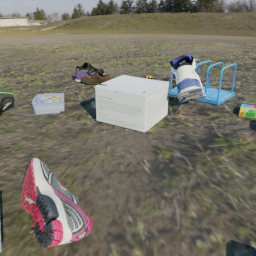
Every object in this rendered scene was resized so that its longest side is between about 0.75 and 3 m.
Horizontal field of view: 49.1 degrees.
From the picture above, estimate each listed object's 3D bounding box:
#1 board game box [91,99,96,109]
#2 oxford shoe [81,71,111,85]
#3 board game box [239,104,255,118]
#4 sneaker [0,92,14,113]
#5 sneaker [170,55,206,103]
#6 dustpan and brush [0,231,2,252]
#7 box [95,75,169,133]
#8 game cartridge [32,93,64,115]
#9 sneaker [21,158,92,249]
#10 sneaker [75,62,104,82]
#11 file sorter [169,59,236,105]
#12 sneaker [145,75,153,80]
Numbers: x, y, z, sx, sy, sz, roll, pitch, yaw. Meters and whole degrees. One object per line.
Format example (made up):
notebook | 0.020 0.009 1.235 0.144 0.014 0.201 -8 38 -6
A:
board game box | -0.698 -1.278 12.983 2.066 0.402 1.632 -12 26 -24
oxford shoe | -1.870 -2.925 16.302 1.903 0.803 0.692 4 26 14
board game box | 5.206 -0.716 11.925 0.825 0.218 1.079 10 25 22
sneaker | -5.440 -0.683 11.235 1.011 0.926 2.414 21 37 17
sneaker | 2.473 -2.050 11.520 1.177 1.683 2.914 -12 -7 13
dustpan and brush | -3.609 2.114 5.050 2.409 0.689 1.681 -4 31 -25
box | 0.203 -1.066 11.109 2.217 1.457 2.229 14 28 27
game cartridge | -3.604 -1.145 12.722 1.405 0.438 2.111 -1 23 -13
sneaker | -1.641 1.529 5.973 0.922 0.995 2.469 7 24 -37
sneaker | -2.312 -3.609 17.513 0.919 1.062 2.426 14 27 30
file sorter | 3.729 -2.463 14.083 2.792 1.713 1.937 18 29 36
sneaker | 1.195 -2.234 14.375 0.806 1.037 2.304 11 26 23
